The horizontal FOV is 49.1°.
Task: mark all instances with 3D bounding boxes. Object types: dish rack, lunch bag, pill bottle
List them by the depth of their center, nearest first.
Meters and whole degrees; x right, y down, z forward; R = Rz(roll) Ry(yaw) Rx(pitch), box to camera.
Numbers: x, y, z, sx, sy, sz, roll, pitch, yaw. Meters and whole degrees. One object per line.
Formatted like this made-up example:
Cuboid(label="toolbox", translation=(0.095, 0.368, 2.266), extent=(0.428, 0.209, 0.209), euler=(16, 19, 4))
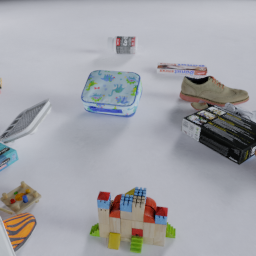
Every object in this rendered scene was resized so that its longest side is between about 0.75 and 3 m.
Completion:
Cuboid(label="dish rack", translation=(-3.315, -0.153, 9.201), extent=(1.860, 0.405, 1.596), euler=(-19, 33, 36))
Cuboid(label="lunch bag", translation=(-0.650, -1.366, 11.231), extent=(2.280, 0.940, 1.833), euler=(6, 59, 12))
Cuboid(label="pill bottle", translation=(-0.343, -5.242, 17.646), extent=(1.840, 1.048, 1.048), euler=(2, 32, 4))

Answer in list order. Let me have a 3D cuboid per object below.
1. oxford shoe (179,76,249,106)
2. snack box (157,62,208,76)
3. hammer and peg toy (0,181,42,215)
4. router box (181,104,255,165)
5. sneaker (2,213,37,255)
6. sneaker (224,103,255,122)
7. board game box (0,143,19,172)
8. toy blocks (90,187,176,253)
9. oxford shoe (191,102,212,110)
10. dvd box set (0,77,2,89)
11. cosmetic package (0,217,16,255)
Cuboid(label="oxford shoe", translation=(3.694, -1.628, 11.894), extent=(2.907, 1.087, 1.024), euler=(5, 33, 8))
Cuboid(label="snack box", translation=(2.885, -3.173, 15.057), extent=(2.629, 0.320, 0.945), euler=(4, 33, 7))
Cuboid(label="hammer and peg toy", translation=(-2.821, 1.866, 7.050), extent=(0.787, 0.377, 1.070), euler=(24, 39, 30))
Cuboid(label="router box", translation=(3.337, 0.108, 9.582), extent=(1.815, 0.621, 2.433), euler=(-22, 38, -30))
Cuboid(label="sneaker", translation=(-2.939, 2.204, 5.716), extent=(0.840, 1.213, 2.165), euler=(28, 41, 36))
Cuboid(label="sneaker", translation=(4.376, -0.483, 10.611), extent=(0.889, 0.581, 1.546), euler=(-8, 36, -17))
Cuboid(label="board game box", translation=(-4.483, 0.877, 8.579), extent=(1.727, 0.405, 1.304), euler=(18, 36, 26))
Cuboid(label="toy blocks", translation=(0.120, 1.874, 6.127), extent=(1.949, 1.333, 0.974), euler=(6, 33, 8))
Cuboid(label="oxford shoe", translation=(2.922, -0.916, 11.112), extent=(1.004, 0.376, 0.354), euler=(5, 55, -32))
Cuboid(label="dvd box set", translation=(-6.552, -2.125, 13.549), extent=(0.843, 0.169, 1.152), euler=(-12, 34, -18))
Cuboid(label="cosmetic package", translation=(-2.580, 2.861, 4.079), extent=(2.201, 1.842, 1.831), euler=(-22, 39, -29))
